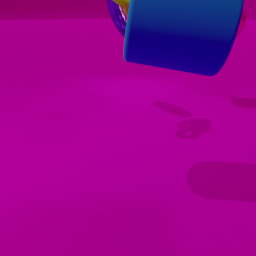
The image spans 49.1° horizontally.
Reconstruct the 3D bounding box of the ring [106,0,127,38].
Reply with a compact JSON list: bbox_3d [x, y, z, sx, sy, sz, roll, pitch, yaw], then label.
[{"bbox_3d":[-0.056,-3.383,8.008,0.373,1.866,1.866,-29,33,-18],"label":"ring"}]

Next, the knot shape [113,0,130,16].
[{"bbox_3d":[0.086,-3.106,6.156,0.767,1.660,1.553,1,46,27],"label":"knot shape"}]

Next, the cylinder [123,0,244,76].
[{"bbox_3d":[0.721,-1.542,4.043,1.376,1.376,1.376,10,24,0],"label":"cylinder"}]

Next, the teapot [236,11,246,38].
[{"bbox_3d":[3.016,-3.272,8.705,0.958,1.217,1.957,30,8,-28],"label":"teapot"}]
